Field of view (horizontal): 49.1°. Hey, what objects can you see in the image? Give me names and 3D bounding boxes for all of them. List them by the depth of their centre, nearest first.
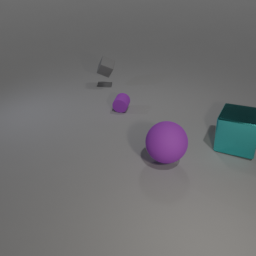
[{"bbox_3d":[1.277,0.470,9.273,1.400,1.400,1.400,0,31,0],"label":"ball"},{"bbox_3d":[4.063,0.075,10.291,1.400,1.400,1.400,12,33,25],"label":"cube"},{"bbox_3d":[-0.307,-1.177,13.082,0.700,0.700,0.700,7,35,11],"label":"cylinder"},{"bbox_3d":[-1.167,-3.230,14.773,0.700,0.700,0.700,19,53,-16],"label":"cube"}]
